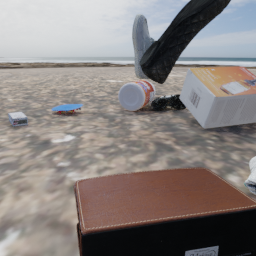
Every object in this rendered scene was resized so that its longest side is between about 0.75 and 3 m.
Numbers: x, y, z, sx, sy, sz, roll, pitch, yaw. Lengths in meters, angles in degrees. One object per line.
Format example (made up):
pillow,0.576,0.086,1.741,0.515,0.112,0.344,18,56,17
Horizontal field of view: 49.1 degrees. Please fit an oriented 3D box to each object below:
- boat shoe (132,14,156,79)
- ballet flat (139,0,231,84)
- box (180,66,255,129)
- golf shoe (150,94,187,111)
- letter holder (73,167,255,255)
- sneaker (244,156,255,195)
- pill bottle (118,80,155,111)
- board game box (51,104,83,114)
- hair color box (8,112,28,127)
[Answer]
boat shoe,0.476,-1.985,6.957,0.571,1.603,0.559,10,31,25
ballet flat,1.273,-2.012,5.819,0.727,2.560,0.851,35,24,-26
box,3.867,-1.299,11.181,2.772,1.474,2.110,-7,41,-19
golf shoe,2.089,-1.344,13.984,2.061,0.801,0.974,-2,16,-12
letter holder,0.389,1.334,3.874,2.164,1.088,1.538,-4,14,-13
sneaker,2.761,1.061,5.870,0.732,0.622,1.654,-13,15,6
pill bottle,0.570,-1.734,14.260,1.370,1.370,2.443,6,16,21
board game box,-2.846,-0.843,13.174,1.482,0.289,1.171,1,19,24
hair color box,-4.444,-0.367,11.300,0.556,0.341,1.124,-9,17,-29
